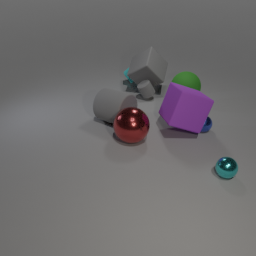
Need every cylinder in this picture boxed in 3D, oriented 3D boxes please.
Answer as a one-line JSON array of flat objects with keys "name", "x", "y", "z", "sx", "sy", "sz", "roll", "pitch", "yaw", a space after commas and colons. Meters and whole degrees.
[{"name": "cylinder", "x": 0.924, "y": -1.964, "z": 14.188, "sx": 0.700, "sy": 0.700, "sz": 0.700, "roll": -24, "pitch": 32, "yaw": 16}, {"name": "cylinder", "x": -0.537, "y": -0.902, "z": 12.003, "sx": 1.400, "sy": 1.400, "sz": 1.400, "roll": 17, "pitch": 34, "yaw": 31}]

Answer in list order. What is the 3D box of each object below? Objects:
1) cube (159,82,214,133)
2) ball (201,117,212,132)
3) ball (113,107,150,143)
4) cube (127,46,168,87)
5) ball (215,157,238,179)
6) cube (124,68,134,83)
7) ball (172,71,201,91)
[{"name": "cube", "x": 2.250, "y": -0.817, "z": 11.085, "sx": 1.400, "sy": 1.400, "sz": 1.400, "roll": 14, "pitch": 20, "yaw": -17}, {"name": "ball", "x": 3.120, "y": -0.180, "z": 11.558, "sx": 0.700, "sy": 0.700, "sz": 0.700, "roll": 0, "pitch": 30, "yaw": 0}, {"name": "ball", "x": 0.137, "y": -0.108, "z": 10.762, "sx": 1.400, "sy": 1.400, "sz": 1.400, "roll": 0, "pitch": 30, "yaw": 0}, {"name": "cube", "x": 1.032, "y": -3.072, "z": 14.622, "sx": 1.400, "sy": 1.400, "sz": 1.400, "roll": -18, "pitch": 46, "yaw": 43}, {"name": "ball", "x": 3.183, "y": 1.273, "z": 9.030, "sx": 0.700, "sy": 0.700, "sz": 0.700, "roll": 0, "pitch": 30, "yaw": 0}, {"name": "cube", "x": 0.233, "y": -3.078, "z": 15.927, "sx": 0.700, "sy": 0.700, "sz": 0.700, "roll": -38, "pitch": 17, "yaw": 11}, {"name": "ball", "x": 2.703, "y": -1.940, "z": 13.128, "sx": 1.400, "sy": 1.400, "sz": 1.400, "roll": 0, "pitch": 30, "yaw": 0}]
